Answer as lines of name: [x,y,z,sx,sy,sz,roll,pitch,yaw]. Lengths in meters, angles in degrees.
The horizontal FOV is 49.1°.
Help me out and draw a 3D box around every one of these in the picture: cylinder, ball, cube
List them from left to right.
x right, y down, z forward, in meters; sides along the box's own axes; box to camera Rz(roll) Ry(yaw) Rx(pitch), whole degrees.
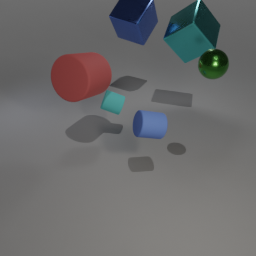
cylinder: [-1.433,-1.626,8.786,1.400,1.400,1.400,14,22,21]
cylinder: [-0.541,-0.901,9.901,0.700,0.700,0.700,19,30,-9]
cube: [0.276,-4.650,11.924,1.400,1.400,1.400,25,77,22]
cylinder: [0.566,-0.084,7.326,0.700,0.700,0.700,6,28,-21]
cube: [2.406,-3.585,10.484,1.400,1.400,1.400,-17,44,46]
ball: [1.994,-1.491,6.549,0.700,0.700,0.700,0,31,0]
